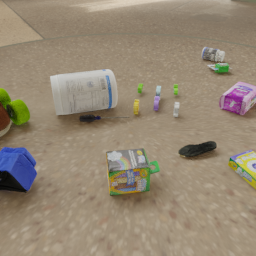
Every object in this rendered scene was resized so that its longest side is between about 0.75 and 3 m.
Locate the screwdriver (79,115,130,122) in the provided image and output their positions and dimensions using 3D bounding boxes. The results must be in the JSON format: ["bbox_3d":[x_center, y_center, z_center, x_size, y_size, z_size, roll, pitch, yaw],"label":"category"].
[{"bbox_3d":[-0.779,-0.341,9.357,1.674,0.234,0.244,-2,3,-5],"label":"screwdriver"}]

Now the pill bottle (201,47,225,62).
[{"bbox_3d":[4.220,-3.638,13.885,1.016,0.578,0.578,21,39,28],"label":"pill bottle"}]

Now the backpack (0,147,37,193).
[{"bbox_3d":[-2.870,0.980,6.660,1.172,0.952,0.983,-4,40,18],"label":"backpack"}]

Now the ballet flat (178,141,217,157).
[{"bbox_3d":[1.970,0.635,7.927,1.153,0.327,0.383,-11,60,-7],"label":"ballet flat"}]

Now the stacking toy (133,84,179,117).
[{"bbox_3d":[1.063,-1.141,10.196,1.549,0.483,2.054,5,38,6],"label":"stacking toy"}]

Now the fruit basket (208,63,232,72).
[{"bbox_3d":[4.201,-2.832,12.844,0.840,0.425,0.907,-4,31,-6],"label":"fruit basket"}]

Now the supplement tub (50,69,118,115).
[{"bbox_3d":[-1.507,-1.243,9.647,2.103,1.388,1.388,-9,35,-13],"label":"supplement tub"}]

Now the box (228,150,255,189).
[{"bbox_3d":[3.297,1.124,7.100,0.781,0.322,1.331,-15,39,-21],"label":"box"}]

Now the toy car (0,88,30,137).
[{"bbox_3d":[-4.620,-1.218,8.226,2.290,2.902,2.384,27,42,33],"label":"toy car"}]

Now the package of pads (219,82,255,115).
[{"bbox_3d":[4.076,-1.109,10.134,0.956,0.601,1.587,24,41,35],"label":"package of pads"}]

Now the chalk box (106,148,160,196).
[{"bbox_3d":[0.128,1.038,6.818,1.262,0.781,0.785,-4,33,-7],"label":"chalk box"}]
